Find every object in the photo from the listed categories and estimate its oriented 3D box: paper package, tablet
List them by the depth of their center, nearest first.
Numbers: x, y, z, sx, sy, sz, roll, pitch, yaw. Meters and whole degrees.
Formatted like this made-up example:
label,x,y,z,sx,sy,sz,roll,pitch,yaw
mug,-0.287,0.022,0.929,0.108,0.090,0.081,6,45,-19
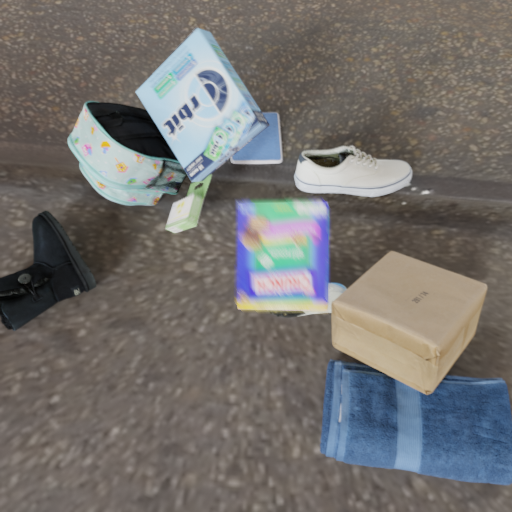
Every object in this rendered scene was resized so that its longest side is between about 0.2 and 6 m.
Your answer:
label,x,y,z,sx,sy,sz,roll,pitch,yaw
paper package,2.324,0.929,8.587,1.775,0.964,1.863,24,41,33
tablet,-0.009,-2.659,12.563,1.128,0.118,1.733,-1,51,-1

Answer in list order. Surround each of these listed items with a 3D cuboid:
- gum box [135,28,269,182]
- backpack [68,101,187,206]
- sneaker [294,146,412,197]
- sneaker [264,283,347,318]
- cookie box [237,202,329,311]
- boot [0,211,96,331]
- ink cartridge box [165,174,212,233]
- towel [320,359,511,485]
label,x,y,z,sx,sy,sz,roll,pitch,yaw
gum box,-0.990,-2.626,9.942,2.017,1.714,0.449,58,27,5
backpack,-2.463,-1.949,10.607,1.615,2.106,1.852,-47,67,19
sneaker,1.996,-1.752,11.323,2.420,0.857,0.884,-4,50,-3
sneaker,0.790,0.716,9.563,1.556,0.559,0.564,-1,18,7
cookie box,0.348,0.017,7.064,1.142,0.502,1.335,0,87,9
boot,-3.979,0.209,9.743,1.680,0.764,1.999,-28,62,-26
ink cartridge box,-1.282,-1.023,10.620,0.266,0.808,1.110,26,67,-32
towel,2.300,2.355,8.046,2.686,0.652,1.500,7,51,6
